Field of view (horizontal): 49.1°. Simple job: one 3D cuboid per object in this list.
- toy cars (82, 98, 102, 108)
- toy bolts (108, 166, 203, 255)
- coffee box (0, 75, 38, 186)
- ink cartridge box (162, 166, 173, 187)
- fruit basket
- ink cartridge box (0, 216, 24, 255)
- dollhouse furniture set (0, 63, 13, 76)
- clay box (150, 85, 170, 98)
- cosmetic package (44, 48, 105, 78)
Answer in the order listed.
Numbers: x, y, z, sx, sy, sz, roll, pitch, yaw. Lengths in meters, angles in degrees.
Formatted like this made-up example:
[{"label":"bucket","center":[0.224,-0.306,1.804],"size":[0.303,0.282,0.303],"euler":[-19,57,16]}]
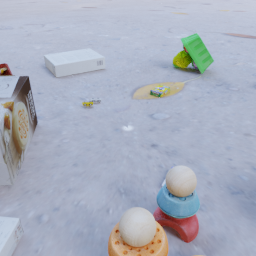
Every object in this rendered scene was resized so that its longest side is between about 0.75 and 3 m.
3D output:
[{"label":"toy cars","center":[-1.301,-0.899,10.080],"size":[0.372,0.184,0.830],"euler":[24,35,29]},{"label":"toy bolts","center":[0.869,1.655,4.600],"size":[1.996,1.449,2.089],"euler":[12,33,19]},{"label":"coffee box","center":[-3.320,-0.092,7.273],"size":[1.171,1.680,2.939],"euler":[-2,32,-4]},{"label":"ink cartridge box","center":[1.120,1.225,6.578],"size":[0.448,0.157,0.750],"euler":[14,37,21]},{"label":"fruit basket","center":[2.828,-3.290,12.960],"size":[1.831,1.831,1.321],"euler":[1,31,2]},{"label":"ink cartridge box","center":[-2.497,2.065,4.918],"size":[0.885,0.423,1.008],"euler":[4,31,7]},{"label":"dollhouse furniture set","center":[-5.725,-1.749,10.977],"size":[2.487,1.011,1.338],"euler":[0,27,35]},{"label":"clay box","center":[1.291,-1.479,11.001],"size":[0.486,0.201,0.846],"euler":[20,37,28]},{"label":"cosmetic package","center":[-2.559,-3.167,13.379],"size":[2.428,0.627,1.830],"euler":[-16,37,-24]}]
